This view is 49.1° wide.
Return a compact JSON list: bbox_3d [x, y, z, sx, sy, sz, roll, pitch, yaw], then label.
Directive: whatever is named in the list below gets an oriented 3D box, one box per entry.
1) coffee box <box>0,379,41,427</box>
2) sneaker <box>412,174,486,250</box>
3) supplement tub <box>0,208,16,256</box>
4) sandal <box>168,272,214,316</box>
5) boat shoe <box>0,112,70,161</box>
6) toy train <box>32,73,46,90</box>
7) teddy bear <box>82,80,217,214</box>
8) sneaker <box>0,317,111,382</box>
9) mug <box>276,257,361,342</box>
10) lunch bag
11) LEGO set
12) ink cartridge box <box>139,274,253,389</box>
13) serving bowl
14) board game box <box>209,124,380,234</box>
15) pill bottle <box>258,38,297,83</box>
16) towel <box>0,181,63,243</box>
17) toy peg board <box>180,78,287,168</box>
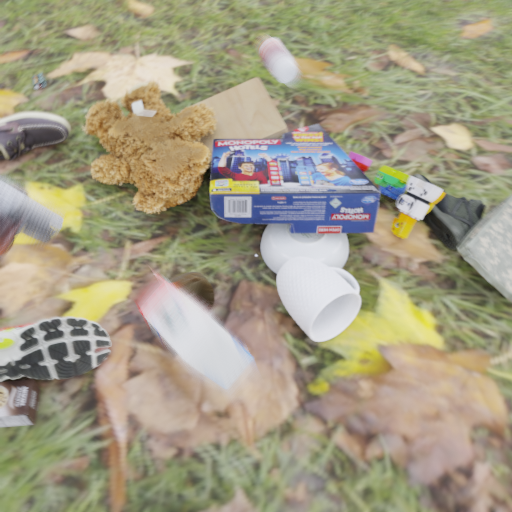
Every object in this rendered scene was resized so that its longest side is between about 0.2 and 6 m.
[{"bbox_3d":[-4.171,2.422,9.128,1.114,0.445,0.630,-4,51,-3],"label":"coffee box"},{"bbox_3d":[4.047,-1.044,11.795,1.081,0.722,1.888,-20,57,-17],"label":"sneaker"},{"bbox_3d":[-2.909,-0.230,6.186,0.450,0.841,0.450,6,76,-24],"label":"supplement tub"},{"bbox_3d":[-1.012,0.719,7.687,0.863,2.113,0.577,-33,70,-11],"label":"sandal"},{"bbox_3d":[-5.748,-2.659,12.969,2.815,1.013,0.912,-4,62,-6],"label":"boat shoe"},{"bbox_3d":[-5.848,-4.683,15.058,0.317,0.237,0.557,-22,55,-1],"label":"toy train"},{"bbox_3d":[-2.340,-2.449,12.461,4.069,1.359,2.950,32,65,30],"label":"teddy bear"},{"bbox_3d":[-3.927,1.521,9.530,2.778,1.070,1.180,-4,8,-21],"label":"sneaker"},{"bbox_3d":[1.185,0.634,10.212,1.543,1.139,1.353,-15,45,-30],"label":"mug"},{"bbox_3d":[4.717,-0.056,10.567,1.444,1.035,1.761,46,61,7],"label":"lunch bag"},{"bbox_3d":[2.830,-1.119,11.583,1.107,1.191,2.902,19,13,-28],"label":"LEGO set"},{"bbox_3d":[-0.726,0.783,6.085,0.451,0.779,1.341,-50,43,-6],"label":"ink cartridge box"},{"bbox_3d":[0.995,-0.347,11.288,1.804,0.593,1.804,1,50,-1],"label":"serving bowl"},{"bbox_3d":[0.661,-1.701,11.662,3.148,0.971,3.146,0,35,-2],"label":"board game box"},{"bbox_3d":[0.453,-4.026,11.576,0.519,0.519,0.909,-18,57,-14],"label":"pill bottle"},{"bbox_3d":[-3.485,-0.684,7.657,1.365,1.130,0.584,29,85,14],"label":"towel"},{"bbox_3d":[-0.464,-2.872,13.259,2.077,1.020,2.085,-24,52,1],"label":"toy peg board"}]
